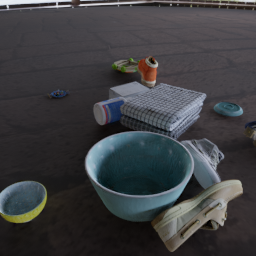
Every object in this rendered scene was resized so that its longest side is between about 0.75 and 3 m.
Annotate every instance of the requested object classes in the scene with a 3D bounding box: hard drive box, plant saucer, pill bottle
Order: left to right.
[{"bbox_3d":[-0.527,-0.790,12.070,1.721,0.966,0.966,-18,35,-28],"label":"pill bottle"},{"bbox_3d":[0.075,-1.672,13.897,1.634,0.627,1.273,-18,35,-28],"label":"hard drive box"},{"bbox_3d":[4.687,-0.917,13.069,1.305,0.179,1.305,0,30,0],"label":"plant saucer"}]

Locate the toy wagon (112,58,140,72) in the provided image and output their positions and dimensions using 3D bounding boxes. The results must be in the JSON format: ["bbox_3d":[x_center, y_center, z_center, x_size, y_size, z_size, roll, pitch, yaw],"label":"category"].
[{"bbox_3d":[0.132,-3.972,18.035,2.227,0.441,1.728,25,39,35],"label":"toy wagon"}]

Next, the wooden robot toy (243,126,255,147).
[{"bbox_3d":[5.234,0.562,10.266,1.940,0.855,0.880,18,0,29],"label":"wooden robot toy"}]

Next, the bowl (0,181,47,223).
[{"bbox_3d":[-2.768,2.077,7.430,1.263,0.680,1.263,1,30,-1],"label":"bowl"}]

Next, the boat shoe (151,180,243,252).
[{"bbox_3d":[1.963,2.164,7.099,2.856,1.030,0.928,-16,58,-29],"label":"boat shoe"}]

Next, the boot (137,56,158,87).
[{"bbox_3d":[1.191,-3.606,16.149,0.995,1.423,2.653,2,36,-11],"label":"boot"}]

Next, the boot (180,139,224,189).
[{"bbox_3d":[2.591,1.030,8.988,1.165,0.896,2.437,-13,31,-9],"label":"boot"}]

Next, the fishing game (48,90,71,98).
[{"bbox_3d":[-3.614,-1.833,14.649,1.115,0.173,0.799,-12,35,-20],"label":"fishing game"}]

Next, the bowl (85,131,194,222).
[{"bbox_3d":[0.284,1.432,7.727,2.852,1.492,2.852,1,30,0],"label":"bowl"}]

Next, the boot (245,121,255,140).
[{"bbox_3d":[5.630,-0.009,10.979,1.888,0.687,0.853,-4,36,-6],"label":"boot"}]

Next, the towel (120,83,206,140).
[{"bbox_3d":[1.467,-0.686,11.656,2.470,1.276,2.983,21,38,33],"label":"towel"}]
